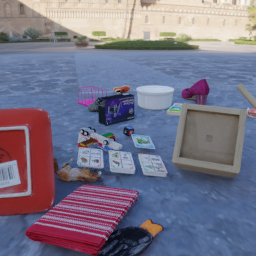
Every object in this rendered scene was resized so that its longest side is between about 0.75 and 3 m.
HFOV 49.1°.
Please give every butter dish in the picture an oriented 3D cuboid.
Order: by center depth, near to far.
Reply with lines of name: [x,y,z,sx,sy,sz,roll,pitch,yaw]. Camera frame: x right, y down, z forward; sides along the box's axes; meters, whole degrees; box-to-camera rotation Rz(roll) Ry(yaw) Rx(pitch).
butter dish: [-2.510,0.696,5.940,2.062,2.056,1.524,-4,-5,-3]

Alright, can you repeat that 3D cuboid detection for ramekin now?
ramekin: [1.262,-1.430,13.123,1.736,0.846,1.736,1,19,0]

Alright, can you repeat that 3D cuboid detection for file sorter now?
file sorter: [-1.722,-1.541,13.489,0.909,0.820,1.307,-18,26,-40]

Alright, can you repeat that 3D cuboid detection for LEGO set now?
LEGO set: [-0.325,0.646,8.011,2.217,0.728,2.968,7,21,-11]

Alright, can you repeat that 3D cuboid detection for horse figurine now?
horse figurine: [-1.258,1.029,6.759,1.337,0.334,0.886,5,23,2]

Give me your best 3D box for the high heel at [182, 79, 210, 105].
high heel: [3.397,-2.023,14.119,0.920,1.311,2.728,-4,19,-11]

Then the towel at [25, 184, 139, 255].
towel: [-0.728,1.570,5.189,1.406,0.219,1.944,3,14,21]

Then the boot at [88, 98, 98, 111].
boot: [-0.960,-0.968,12.370,1.301,0.472,1.182,2,32,27]

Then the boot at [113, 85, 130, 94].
boot: [-0.321,-2.176,16.102,1.008,0.378,0.541,-10,25,-7]

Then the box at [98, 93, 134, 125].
box: [-0.441,-0.749,10.916,1.416,1.000,0.558,-15,25,-36]

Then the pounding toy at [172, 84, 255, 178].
pounding toy: [2.444,0.087,6.692,2.361,2.074,1.080,8,-14,17]

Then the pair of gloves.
pair of gloves: [-0.284,1.779,4.814,1.455,0.180,1.296,14,22,40]

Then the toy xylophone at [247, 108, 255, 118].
toy xylophone: [5.501,-0.601,11.572,1.162,0.292,0.851,9,21,24]

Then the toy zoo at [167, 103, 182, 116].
toy zoo: [2.474,-0.845,12.457,1.106,0.172,1.686,8,21,22]
